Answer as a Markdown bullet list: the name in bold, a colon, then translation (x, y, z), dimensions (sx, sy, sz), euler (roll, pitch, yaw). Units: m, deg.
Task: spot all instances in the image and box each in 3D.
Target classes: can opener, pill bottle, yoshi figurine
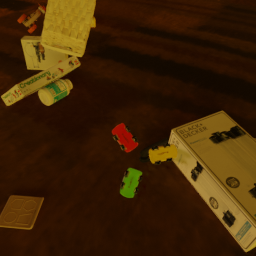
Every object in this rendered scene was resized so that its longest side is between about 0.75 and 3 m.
- **can opener**: translation (1.111, 0.449, 7.376), dimensions (1.842, 0.584, 0.724), euler (-14, 43, -23)
- **pill bottle**: translation (-2.404, -1.253, 9.432), dimensions (0.614, 0.614, 1.109), euler (27, 46, 28)
- **yoshi figurine**: translation (-3.195, -3.591, 12.104), dimensions (1.292, 1.296, 2.307), euler (39, 22, -15)

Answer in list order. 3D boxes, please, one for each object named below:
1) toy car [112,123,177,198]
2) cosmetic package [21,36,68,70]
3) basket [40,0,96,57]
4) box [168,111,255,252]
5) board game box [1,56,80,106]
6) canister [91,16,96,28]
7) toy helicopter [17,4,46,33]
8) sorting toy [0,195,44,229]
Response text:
- **toy car**: translation (0.139, 0.624, 4.823), dimensions (1.205, 0.269, 1.134), euler (22, 85, -7)
- **cosmetic package**: translation (-3.178, -2.880, 10.881), dimensions (1.636, 1.234, 0.423), euler (3, 40, 4)
- **basket**: translation (-1.574, -3.092, 7.641), dimensions (1.265, 1.866, 1.151), euler (13, -4, -17)
- **box**: translation (2.359, 0.990, 6.335), dimensions (1.683, 0.868, 2.886), euler (-18, 49, -21)
- **board game box**: translation (-2.887, -1.602, 9.391), dimensions (1.520, 0.417, 2.408), euler (-14, 21, 48)
- **canister**: translation (-2.442, -5.519, 14.530), dimensions (1.356, 0.587, 1.007), euler (-11, 41, -15)
- **toy helicopter**: translation (-2.996, -3.773, 9.206), dimensions (0.904, 0.539, 1.367), euler (-32, 32, 23)
- **sorting toy**: translation (-2.344, 1.843, 6.133), dimensions (0.846, 0.154, 0.783), euler (0, 40, 7)
